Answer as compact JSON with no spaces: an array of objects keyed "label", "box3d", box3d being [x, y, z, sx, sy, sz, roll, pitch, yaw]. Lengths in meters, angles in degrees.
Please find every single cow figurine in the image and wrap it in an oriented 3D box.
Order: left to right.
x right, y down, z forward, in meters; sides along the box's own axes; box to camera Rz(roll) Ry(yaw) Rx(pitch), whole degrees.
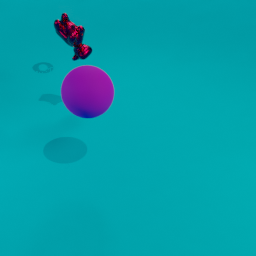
[{"label":"cow figurine","box3d":[-1.427,-2.295,7.270,1.109,1.091,0.609,41,74,-2]}]

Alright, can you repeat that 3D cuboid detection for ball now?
[{"label":"ball","box3d":[-0.753,-0.672,5.259,0.988,0.988,0.988,0,34,0]}]
